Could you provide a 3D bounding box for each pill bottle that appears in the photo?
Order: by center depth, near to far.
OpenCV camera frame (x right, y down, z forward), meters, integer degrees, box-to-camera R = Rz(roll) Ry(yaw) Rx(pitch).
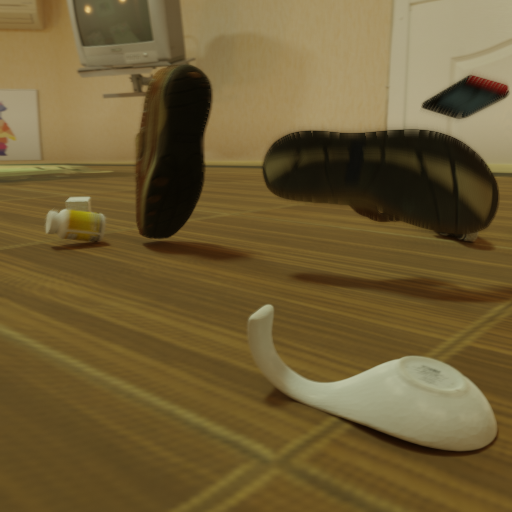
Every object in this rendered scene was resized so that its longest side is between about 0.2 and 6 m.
[{"bbox_3d":[-3.591,-0.608,11.132,1.041,0.585,0.585,6,8,-29],"label":"pill bottle"}]

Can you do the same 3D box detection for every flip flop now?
[{"bbox_3d":[1.770,-1.079,8.387,3.501,1.420,1.008,10,-16,25],"label":"flip flop"}]

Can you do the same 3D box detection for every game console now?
[{"bbox_3d":[2.938,-2.206,7.857,0.826,0.145,0.934,3,-12,-27],"label":"game console"}]

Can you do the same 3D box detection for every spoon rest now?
[{"bbox_3d":[0.859,1.014,4.473,2.020,0.612,1.004,19,20,21],"label":"spoon rest"}]

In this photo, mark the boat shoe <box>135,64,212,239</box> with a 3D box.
[{"bbox_3d":[-1.774,-2.063,11.125,1.290,3.410,1.259,1,20,-43],"label":"boat shoe"}]

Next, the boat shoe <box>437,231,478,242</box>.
[{"bbox_3d":[4.145,-0.875,12.072,0.913,0.966,2.694,2,10,8],"label":"boat shoe"}]

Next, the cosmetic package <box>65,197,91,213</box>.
[{"bbox_3d":[-3.896,-0.860,12.337,0.487,0.790,0.792,-2,12,-10],"label":"cosmetic package"}]
